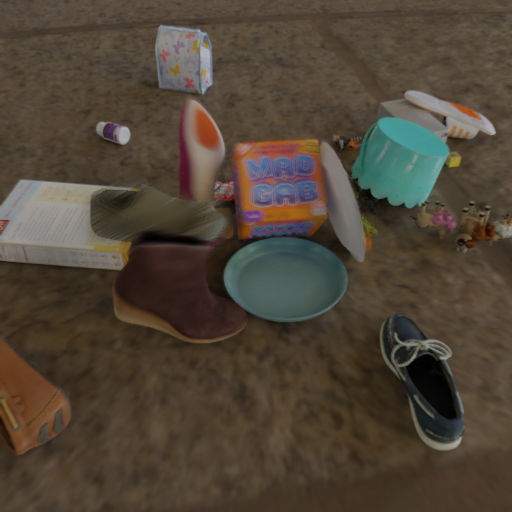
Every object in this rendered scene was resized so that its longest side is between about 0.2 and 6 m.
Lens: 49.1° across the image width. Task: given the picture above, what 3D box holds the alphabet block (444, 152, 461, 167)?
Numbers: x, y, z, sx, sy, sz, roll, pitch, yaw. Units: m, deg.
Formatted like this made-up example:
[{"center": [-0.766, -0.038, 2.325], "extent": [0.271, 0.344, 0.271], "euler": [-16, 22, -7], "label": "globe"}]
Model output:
[{"center": [4.797, -2.355, 13.694], "extent": [0.267, 0.265, 0.272], "euler": [-10, 43, -8], "label": "alphabet block"}]

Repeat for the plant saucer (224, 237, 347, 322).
[{"center": [0.536, 0.457, 10.442], "extent": [2.266, 0.310, 2.266], "euler": [0, 40, 0], "label": "plant saucer"}]

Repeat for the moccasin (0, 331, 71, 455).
[{"center": [-4.204, 1.836, 8.395], "extent": [3.152, 1.153, 1.217], "euler": [34, 43, 21], "label": "moccasin"}]

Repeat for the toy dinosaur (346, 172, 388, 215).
[{"center": [2.336, -1.649, 12.618], "extent": [3.114, 0.739, 1.372], "euler": [11, 36, 16], "label": "toy dinosaur"}]

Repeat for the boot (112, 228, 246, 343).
[{"center": [-0.997, 0.501, 8.773], "extent": [2.360, 1.963, 0.854], "euler": [9, 48, -21], "label": "boot"}]

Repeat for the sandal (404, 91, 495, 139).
[{"center": [4.956, -3.577, 14.660], "extent": [2.511, 0.720, 0.962], "euler": [22, 36, 0], "label": "sandal"}]

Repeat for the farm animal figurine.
[{"center": [4.153, -0.558, 11.320], "extent": [1.583, 0.834, 1.600], "euler": [-17, 35, -36], "label": "farm animal figurine"}]

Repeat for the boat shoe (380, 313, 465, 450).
[{"center": [2.542, 1.736, 8.672], "extent": [0.917, 0.757, 2.449], "euler": [-2, 41, -2], "label": "boat shoe"}]

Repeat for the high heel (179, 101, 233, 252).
[{"center": [-1.318, -1.470, 10.894], "extent": [1.000, 1.425, 2.965], "euler": [8, 67, -45], "label": "high heel"}]

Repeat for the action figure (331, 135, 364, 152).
[{"center": [2.312, -2.958, 14.283], "extent": [0.774, 0.419, 0.800], "euler": [9, 41, -3], "label": "action figure"}]

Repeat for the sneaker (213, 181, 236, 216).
[{"center": [-0.544, -1.507, 12.458], "extent": [0.988, 0.615, 1.843], "euler": [33, 54, 29], "label": "sneaker"}]

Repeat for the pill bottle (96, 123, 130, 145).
[{"center": [-3.719, -3.195, 14.501], "extent": [0.811, 0.452, 0.452], "euler": [21, 45, 22], "label": "pill bottle"}]

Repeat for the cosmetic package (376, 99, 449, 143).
[{"center": [3.944, -3.251, 14.317], "extent": [1.001, 0.845, 1.873], "euler": [-11, 45, -12], "label": "cosmetic package"}]

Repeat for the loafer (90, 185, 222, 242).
[{"center": [-1.691, -0.641, 8.958], "extent": [2.301, 0.801, 0.865], "euler": [3, 50, 13], "label": "loafer"}]

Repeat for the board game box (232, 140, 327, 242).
[{"center": [0.392, -1.231, 10.971], "extent": [1.539, 1.540, 1.541], "euler": [-4, 80, -7], "label": "board game box"}]

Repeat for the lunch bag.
[{"center": [-2.093, -5.818, 16.490], "extent": [1.485, 1.751, 1.113], "euler": [10, 43, 13], "label": "lunch bag"}]

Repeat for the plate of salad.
[{"center": [1.714, -1.039, 10.624], "extent": [0.568, 2.364, 2.364], "euler": [-18, 43, 0], "label": "plate of salad"}]

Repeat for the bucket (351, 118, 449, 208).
[{"center": [3.155, -2.086, 12.265], "extent": [1.933, 1.257, 1.933], "euler": [14, 36, -11], "label": "bucket"}]

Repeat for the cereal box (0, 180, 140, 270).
[{"center": [-3.825, -0.679, 11.533], "extent": [2.984, 0.590, 2.147], "euler": [5, 42, 5], "label": "cereal box"}]
